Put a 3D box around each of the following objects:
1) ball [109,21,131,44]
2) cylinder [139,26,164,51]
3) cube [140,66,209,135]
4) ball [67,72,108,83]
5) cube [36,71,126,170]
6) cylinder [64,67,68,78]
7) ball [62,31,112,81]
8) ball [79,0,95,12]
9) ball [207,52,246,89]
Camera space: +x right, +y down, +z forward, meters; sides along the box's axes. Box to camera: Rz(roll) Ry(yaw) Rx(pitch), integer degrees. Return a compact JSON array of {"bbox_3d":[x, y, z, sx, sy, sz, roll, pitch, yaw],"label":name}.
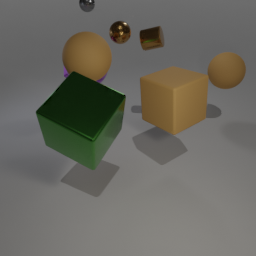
[{"bbox_3d":[-0.251,-3.021,8.872,0.700,0.700,0.700,0,31,0],"label":"ball"},{"bbox_3d":[0.823,-3.051,9.556,0.700,0.700,0.700,-6,28,20],"label":"cylinder"},{"bbox_3d":[1.342,-0.862,8.239,1.400,1.400,1.400,-24,35,-31],"label":"cube"},{"bbox_3d":[-1.360,-2.068,9.393,1.400,1.400,1.400,0,31,0],"label":"ball"},{"bbox_3d":[-1.020,-0.152,6.441,1.400,1.400,1.400,26,58,11],"label":"cube"},{"bbox_3d":[-2.203,-2.387,11.178,0.700,0.700,0.700,-2,-9,0],"label":"cylinder"},{"bbox_3d":[-1.162,-2.014,7.990,1.400,1.400,1.400,0,31,0],"label":"ball"},{"bbox_3d":[-1.817,-5.511,12.411,0.700,0.700,0.700,0,31,0],"label":"ball"},{"bbox_3d":[3.800,-2.208,10.824,1.400,1.400,1.400,0,31,0],"label":"ball"}]
